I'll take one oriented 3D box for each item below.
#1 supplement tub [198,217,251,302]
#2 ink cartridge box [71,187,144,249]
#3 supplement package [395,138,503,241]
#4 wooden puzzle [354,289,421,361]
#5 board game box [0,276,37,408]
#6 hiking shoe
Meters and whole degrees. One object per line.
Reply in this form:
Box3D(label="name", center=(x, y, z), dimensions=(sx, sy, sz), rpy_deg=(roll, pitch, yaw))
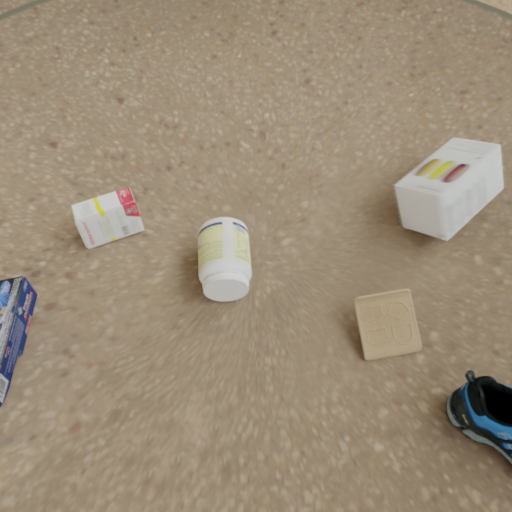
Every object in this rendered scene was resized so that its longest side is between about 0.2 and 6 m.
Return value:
Box3D(label="supplement tub", center=(-0.605, 0.069, 10.677), dimensions=(0.999, 0.999, 1.378), rpy_deg=(-3, 57, -2))
Box3D(label="ink cartridge box", center=(-2.981, -0.760, 11.274), dimensions=(1.214, 0.881, 0.507), rpy_deg=(-20, 53, -12))
Box3D(label="supplement package", center=(3.939, -1.392, 11.368), dimensions=(1.989, 1.090, 1.131), rpy_deg=(-38, 37, -23))
Box3D(label="wooden puzzle", center=(2.368, 1.243, 10.177), dimensions=(1.072, 0.268, 1.157), rpy_deg=(-9, 86, -6))
Box3D(label="board game box", center=(-5.432, 1.569, 9.830), dimensions=(2.467, 0.761, 2.468), rpy_deg=(0, 57, 1))
Box3D(label="hiking shoe", center=(4.375, 2.866, 8.698), dimensions=(2.796, 1.212, 1.040), rpy_deg=(26, 60, 16))
